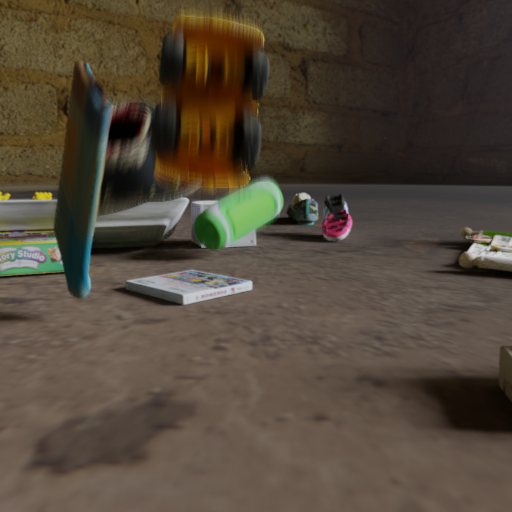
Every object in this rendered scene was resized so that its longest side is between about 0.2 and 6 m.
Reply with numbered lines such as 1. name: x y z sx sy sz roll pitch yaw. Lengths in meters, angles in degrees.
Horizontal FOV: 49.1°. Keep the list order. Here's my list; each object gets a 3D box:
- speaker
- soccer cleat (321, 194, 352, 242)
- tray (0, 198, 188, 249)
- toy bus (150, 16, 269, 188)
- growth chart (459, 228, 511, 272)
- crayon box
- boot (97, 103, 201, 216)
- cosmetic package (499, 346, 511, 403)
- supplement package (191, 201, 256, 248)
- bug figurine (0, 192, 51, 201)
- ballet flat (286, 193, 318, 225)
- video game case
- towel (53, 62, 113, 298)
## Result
1. speaker: -0.283 -0.732 9.823 0.750 0.750 1.696 8 30 42
2. soccer cleat: 1.781 -0.670 12.275 0.640 0.791 1.833 -3 32 10
3. tray: -3.139 -0.476 9.934 3.666 0.407 1.968 -3 -14 -18
4. toy bus: -0.534 -1.518 5.732 1.016 1.498 1.438 5 12 -13
5. growth chart: 4.636 -0.035 9.111 2.651 0.325 3.663 5 11 22
6. crayon box: -3.573 -0.046 8.456 1.724 0.503 1.488 -4 10 -23
7. boot: -1.379 -1.451 7.872 2.375 0.857 1.794 -23 -12 -23
8. cosmetic package: 1.834 0.835 3.571 0.372 0.314 0.719 1 10 9
9. supplement package: -0.676 -0.655 11.171 1.105 0.850 1.155 -2 8 -15
10. bug figurine: -4.174 -0.999 10.195 4.056 1.044 3.146 -3 -17 -26
11. ballet flat: 1.341 -1.385 15.905 0.893 0.893 2.407 -1 9 -6
12. video game case: -0.853 0.376 7.028 1.098 0.139 1.205 -9 12 -44
13. towel: -1.776 -0.776 5.691 0.219 2.016 1.479 1 32 -29
